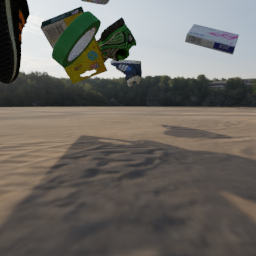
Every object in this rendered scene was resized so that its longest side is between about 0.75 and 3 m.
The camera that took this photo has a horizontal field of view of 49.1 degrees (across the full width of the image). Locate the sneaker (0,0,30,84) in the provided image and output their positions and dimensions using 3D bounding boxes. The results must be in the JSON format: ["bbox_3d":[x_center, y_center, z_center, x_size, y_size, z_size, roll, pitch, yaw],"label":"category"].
[{"bbox_3d":[-2.718,-2.394,6.592,0.957,2.736,1.231,19,35,14],"label":"sneaker"}]

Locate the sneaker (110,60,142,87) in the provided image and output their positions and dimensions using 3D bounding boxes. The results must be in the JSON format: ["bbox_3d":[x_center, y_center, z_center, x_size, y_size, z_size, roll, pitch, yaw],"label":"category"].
[{"bbox_3d":[-0.137,-2.738,14.067,1.797,1.316,0.724,9,12,28],"label":"sneaker"}]

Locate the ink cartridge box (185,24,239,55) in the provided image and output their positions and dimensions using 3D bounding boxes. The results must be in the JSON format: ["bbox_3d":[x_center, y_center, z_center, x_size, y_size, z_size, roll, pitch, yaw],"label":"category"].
[{"bbox_3d":[2.165,-2.333,7.109,1.195,0.264,1.217,19,42,13],"label":"ink cartridge box"}]

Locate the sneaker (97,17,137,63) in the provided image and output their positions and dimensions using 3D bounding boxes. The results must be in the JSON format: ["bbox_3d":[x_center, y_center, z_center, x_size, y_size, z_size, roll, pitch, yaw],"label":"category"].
[{"bbox_3d":[-0.698,-3.020,10.984,1.137,1.241,2.914,-40,9,-24],"label":"sneaker"}]

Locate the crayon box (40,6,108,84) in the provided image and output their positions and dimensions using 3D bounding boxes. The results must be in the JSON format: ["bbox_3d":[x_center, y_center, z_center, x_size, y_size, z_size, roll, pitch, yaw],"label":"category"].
[{"bbox_3d":[-1.860,-2.895,10.095,1.526,2.404,0.611,-18,42,6],"label":"crayon box"}]

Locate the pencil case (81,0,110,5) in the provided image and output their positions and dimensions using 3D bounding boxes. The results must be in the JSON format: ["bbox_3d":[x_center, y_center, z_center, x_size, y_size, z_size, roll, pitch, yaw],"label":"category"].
[{"bbox_3d":[-1.125,-4.411,9.269,1.241,0.563,0.516,31,-20,39],"label":"pencil case"}]

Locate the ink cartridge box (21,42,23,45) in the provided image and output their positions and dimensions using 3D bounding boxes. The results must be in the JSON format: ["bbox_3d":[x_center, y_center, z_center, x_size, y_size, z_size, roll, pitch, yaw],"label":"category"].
[{"bbox_3d":[-4.072,-3.151,9.184,0.316,1.247,1.415,23,-2,26],"label":"ink cartridge box"}]

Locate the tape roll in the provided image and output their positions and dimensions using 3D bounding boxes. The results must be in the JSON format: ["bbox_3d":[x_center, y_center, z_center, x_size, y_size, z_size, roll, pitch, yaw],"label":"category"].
[{"bbox_3d":[-1.054,-1.806,5.763,0.295,1.229,1.229,40,3,-5],"label":"tape roll"}]
